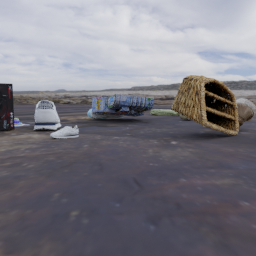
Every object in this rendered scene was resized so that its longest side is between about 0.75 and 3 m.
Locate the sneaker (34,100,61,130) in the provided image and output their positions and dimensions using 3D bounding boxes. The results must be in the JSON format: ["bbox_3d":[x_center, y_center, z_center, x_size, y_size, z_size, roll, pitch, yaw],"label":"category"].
[{"bbox_3d":[-3.247,-0.554,11.316,1.062,1.119,2.781,-4,5,-16],"label":"sneaker"}]

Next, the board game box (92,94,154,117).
[{"bbox_3d":[-0.418,-1.185,14.985,2.766,0.854,2.768,3,-2,-19],"label":"board game box"}]

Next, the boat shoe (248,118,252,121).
[{"bbox_3d":[5.997,-0.620,15.090,1.309,0.460,0.461,1,4,2],"label":"boat shoe"}]

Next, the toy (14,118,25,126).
[{"bbox_3d":[-5.157,-0.288,12.479,1.397,0.330,0.804,3,7,28],"label":"toy"}]

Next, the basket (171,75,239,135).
[{"bbox_3d":[2.663,-0.768,8.730,2.014,1.437,1.500,14,13,-39],"label":"basket"}]

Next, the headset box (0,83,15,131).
[{"bbox_3d":[-5.264,-0.714,9.705,0.905,1.743,2.342,4,6,37],"label":"headset box"}]

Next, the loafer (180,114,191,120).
[{"bbox_3d":[3.396,-0.869,15.861,0.706,0.783,2.069,9,9,19],"label":"loafer"}]

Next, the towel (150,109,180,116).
[{"bbox_3d":[2.894,-1.124,20.100,2.274,0.415,1.687,5,7,39],"label":"towel"}]

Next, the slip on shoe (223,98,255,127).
[{"bbox_3d":[3.984,-0.392,10.972,1.060,0.845,2.788,40,-8,-2],"label":"slip on shoe"}]

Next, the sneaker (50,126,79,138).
[{"bbox_3d":[-1.905,0.126,8.395,0.875,0.352,0.334,-6,10,-35],"label":"sneaker"}]

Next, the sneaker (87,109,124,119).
[{"bbox_3d":[-1.302,-0.939,16.315,2.313,0.855,0.948,0,3,-36],"label":"sneaker"}]
